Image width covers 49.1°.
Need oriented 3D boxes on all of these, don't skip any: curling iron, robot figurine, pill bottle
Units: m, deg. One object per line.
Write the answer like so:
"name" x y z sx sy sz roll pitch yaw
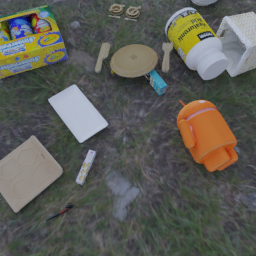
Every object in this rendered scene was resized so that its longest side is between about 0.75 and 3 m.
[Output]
"curling iron" -2.133 2.621 8.748 0.945 0.121 0.234 -30 102 -11
"robot figurine" 2.558 0.144 9.315 1.842 1.494 2.562 -20 64 -6
"pill bottle" 2.744 -3.296 11.124 1.542 1.542 2.771 -21 64 -11

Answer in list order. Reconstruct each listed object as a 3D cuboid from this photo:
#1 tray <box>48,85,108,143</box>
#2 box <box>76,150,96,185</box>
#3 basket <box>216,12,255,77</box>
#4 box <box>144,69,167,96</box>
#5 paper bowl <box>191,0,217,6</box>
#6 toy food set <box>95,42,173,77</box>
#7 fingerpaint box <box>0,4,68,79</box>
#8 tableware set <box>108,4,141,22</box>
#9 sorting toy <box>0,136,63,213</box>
"tray" -1.856 -0.544 10.381 1.230 0.254 2.290 -34 67 -16
"box" -1.405 1.312 9.399 0.246 0.229 1.186 17 63 9
"basket" 4.493 -3.296 11.022 1.412 1.740 1.756 -18 63 -12
"box" 1.041 -1.890 10.957 0.299 0.501 1.219 -28 65 -14
"paper bowl" 3.549 -6.431 13.193 1.596 0.830 1.596 0 62 0
"toy food set" 0.267 -2.635 11.152 2.936 0.589 2.027 3 54 12
"fingerpaint box" -4.265 -3.626 11.565 2.910 1.067 2.428 -19 63 -10
"tableware set" -0.159 -5.471 12.990 1.439 0.288 0.951 13 63 7
"sorting toy" -3.372 1.475 9.246 1.966 0.359 1.820 -42 69 -11
